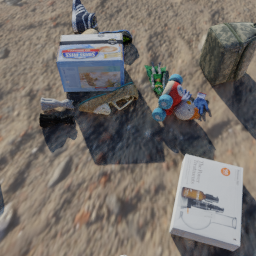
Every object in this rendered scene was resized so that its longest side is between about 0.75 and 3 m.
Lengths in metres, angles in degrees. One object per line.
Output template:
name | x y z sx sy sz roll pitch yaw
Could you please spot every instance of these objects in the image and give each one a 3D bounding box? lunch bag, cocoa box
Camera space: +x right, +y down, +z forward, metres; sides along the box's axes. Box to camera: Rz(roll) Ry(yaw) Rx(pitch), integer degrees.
lunch bag | 4.633 -3.390 12.505 2.138 2.549 1.776 -16 55 -10
cocoa box | -1.578 -2.883 12.530 2.807 1.872 1.842 -2 54 -1

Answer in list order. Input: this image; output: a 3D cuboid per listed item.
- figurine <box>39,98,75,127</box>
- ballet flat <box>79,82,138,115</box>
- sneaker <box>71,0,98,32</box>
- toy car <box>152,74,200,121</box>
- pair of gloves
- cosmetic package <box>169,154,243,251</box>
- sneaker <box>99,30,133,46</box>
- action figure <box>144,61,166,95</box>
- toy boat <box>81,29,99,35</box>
figurine | -2.966 -0.695 11.848 1.405 0.620 1.440 0 53 -10
ballet flat | -0.728 -1.101 11.923 2.722 0.960 0.889 -25 80 -12
sneaker | -2.412 -6.384 15.647 1.366 0.883 2.519 -5 61 3
toy car | 2.189 -0.973 11.498 1.813 1.603 1.671 26 53 3
pair of gloves | 2.788 -1.164 12.371 1.615 0.184 1.298 17 58 13
cosmetic package | 2.706 2.413 9.486 2.085 0.715 2.766 14 55 6
sneaker | -0.796 -4.451 14.332 2.249 0.797 0.932 -17 50 -15
action figure | 1.377 -2.299 13.013 1.101 0.510 1.864 -1 58 -4
toy boat | -2.052 -4.026 13.888 1.792 1.171 1.169 -24 31 30
